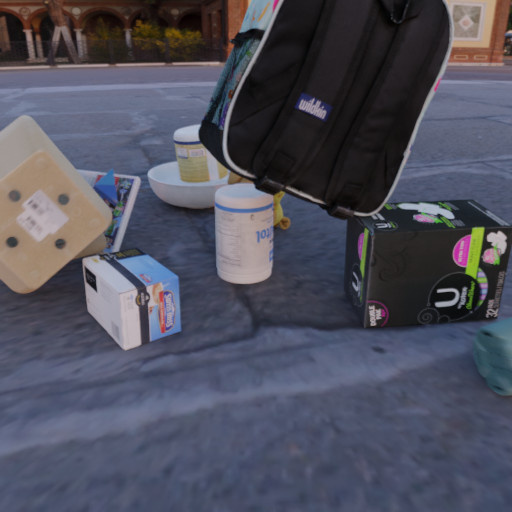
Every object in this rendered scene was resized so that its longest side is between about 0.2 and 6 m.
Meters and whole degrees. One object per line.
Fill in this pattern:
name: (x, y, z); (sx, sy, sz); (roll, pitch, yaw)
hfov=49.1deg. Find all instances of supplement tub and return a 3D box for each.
supplement tub: (-1.201, -2.075, 12.460); (1.091, 1.511, 1.091); (-5, 24, 2)
supplement tub: (-0.193, -0.375, 9.052); (0.943, 1.429, 0.943); (-1, 24, 0)

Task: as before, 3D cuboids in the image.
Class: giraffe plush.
giraffe plush: (0.156, -1.062, 10.926); (1.254, 1.179, 1.453); (25, 29, 36)

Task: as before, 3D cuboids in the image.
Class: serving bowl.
serving bowl: (-1.290, -1.569, 12.718); (2.256, 0.742, 2.256); (-1, 23, 0)

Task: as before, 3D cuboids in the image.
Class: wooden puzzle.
wooden puzzle: (-3.617, -0.651, 9.438); (2.809, 0.328, 1.895); (-10, 69, -30)

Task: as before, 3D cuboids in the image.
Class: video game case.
video game case: (-3.017, -0.817, 10.297); (1.450, 0.183, 1.592); (8, 68, 12)

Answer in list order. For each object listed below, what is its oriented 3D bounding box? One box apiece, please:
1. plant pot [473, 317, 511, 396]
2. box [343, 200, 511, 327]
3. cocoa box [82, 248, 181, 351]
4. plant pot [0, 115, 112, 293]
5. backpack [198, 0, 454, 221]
plant pot: (3.115, 1.070, 6.315); (1.030, 1.051, 1.051); (-11, 25, -9)
box: (2.346, 0.076, 7.958); (1.953, 1.450, 1.214); (-2, 24, -5)
cocoa box: (-1.698, 0.531, 7.630); (0.849, 0.863, 1.294); (-15, 27, -33)
plant pot: (-3.180, -0.604, 7.802); (1.967, 1.965, 1.742); (-43, 28, -13)
backpack: (0.932, -2.381, 7.422); (2.748, 3.096, 2.331); (17, 20, -24)
